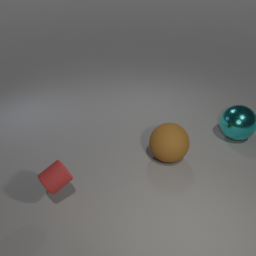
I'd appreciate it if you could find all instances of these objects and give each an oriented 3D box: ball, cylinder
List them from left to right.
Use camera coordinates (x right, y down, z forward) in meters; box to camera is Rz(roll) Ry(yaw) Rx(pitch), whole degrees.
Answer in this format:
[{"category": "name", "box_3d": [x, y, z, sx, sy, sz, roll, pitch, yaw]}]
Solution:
[{"category": "cylinder", "box_3d": [-2.004, 1.359, 7.769, 0.700, 0.700, 0.700, -39, 43, -11]}, {"category": "ball", "box_3d": [1.449, 0.509, 9.826, 1.400, 1.400, 1.400, 0, 31, 0]}, {"category": "ball", "box_3d": [4.331, -0.211, 11.009, 1.400, 1.400, 1.400, 0, 31, 0]}]
